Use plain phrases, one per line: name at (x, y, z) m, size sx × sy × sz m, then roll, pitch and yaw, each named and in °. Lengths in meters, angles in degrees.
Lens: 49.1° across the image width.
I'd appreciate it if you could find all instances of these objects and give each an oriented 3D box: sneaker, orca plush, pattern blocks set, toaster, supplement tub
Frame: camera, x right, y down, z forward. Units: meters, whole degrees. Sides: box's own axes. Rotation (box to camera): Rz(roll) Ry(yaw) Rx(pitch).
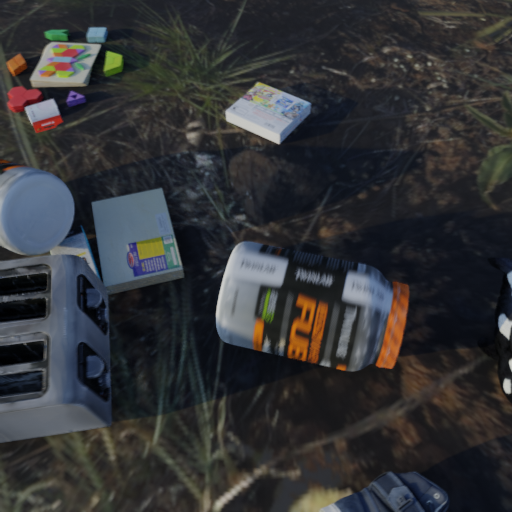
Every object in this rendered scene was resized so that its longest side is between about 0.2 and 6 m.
sneaker at (2.112, 3.966, 7.327) m, size 1.647 × 0.866 × 2.279 m, roll -24°, pitch 55°, yaw -15°
orca plush at (4.086, 1.287, 9.382) m, size 0.907 × 1.342 × 2.551 m, roll -16°, pitch 71°, yaw 35°
pattern blocks set at (-5.041, -5.050, 14.761) m, size 2.992 × 0.276 × 3.404 m, roll -8°, pitch 52°, yaw -7°
toaster at (-3.676, 1.443, 8.631) m, size 2.758 × 1.637 × 2.494 m, roll -7°, pitch 60°, yaw -5°
supplement tub at (0.926, 0.855, 9.200) m, size 2.878 × 1.763 × 1.763 m, roll 11°, pitch 53°, yaw 9°
supplement tub at (-4.774, -1.016, 10.558) m, size 2.542 × 1.557 × 1.557 m, roll 17°, pitch 52°, yaw 35°

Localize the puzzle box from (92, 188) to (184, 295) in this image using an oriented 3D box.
puzzle box at (-2.376, -0.342, 11.067) m, size 1.496 × 0.286 × 2.248 m, roll -12°, pitch 53°, yaw -10°

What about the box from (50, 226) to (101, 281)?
box at (-3.368, 0.250, 10.505) m, size 0.704 × 0.420 × 1.710 m, roll -21°, pitch 54°, yaw -12°

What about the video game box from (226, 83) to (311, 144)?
video game box at (0.294, -3.457, 13.463) m, size 1.549 × 0.363 × 1.411 m, roll 29°, pitch 60°, yaw 20°

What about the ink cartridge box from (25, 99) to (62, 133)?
ink cartridge box at (-5.104, -3.384, 13.508) m, size 0.704 × 0.247 × 0.866 m, roll -22°, pitch 51°, yaw -17°
